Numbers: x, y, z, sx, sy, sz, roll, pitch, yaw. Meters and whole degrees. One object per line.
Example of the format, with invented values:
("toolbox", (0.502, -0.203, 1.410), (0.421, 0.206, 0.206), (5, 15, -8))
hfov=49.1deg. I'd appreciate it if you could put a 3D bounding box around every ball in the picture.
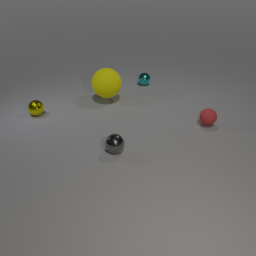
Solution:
("ball", (-4.062, -0.890, 12.365), (0.700, 0.700, 0.700), (0, 30, 0))
("ball", (-0.468, 0.550, 9.875), (0.700, 0.700, 0.700), (0, 30, 0))
("ball", (3.298, -0.462, 11.506), (0.700, 0.700, 0.700), (0, 30, 0))
("ball", (-1.017, -2.126, 13.260), (1.400, 1.400, 1.400), (0, 30, 0))
("ball", (0.907, -2.718, 15.537), (0.700, 0.700, 0.700), (0, 30, 0))
